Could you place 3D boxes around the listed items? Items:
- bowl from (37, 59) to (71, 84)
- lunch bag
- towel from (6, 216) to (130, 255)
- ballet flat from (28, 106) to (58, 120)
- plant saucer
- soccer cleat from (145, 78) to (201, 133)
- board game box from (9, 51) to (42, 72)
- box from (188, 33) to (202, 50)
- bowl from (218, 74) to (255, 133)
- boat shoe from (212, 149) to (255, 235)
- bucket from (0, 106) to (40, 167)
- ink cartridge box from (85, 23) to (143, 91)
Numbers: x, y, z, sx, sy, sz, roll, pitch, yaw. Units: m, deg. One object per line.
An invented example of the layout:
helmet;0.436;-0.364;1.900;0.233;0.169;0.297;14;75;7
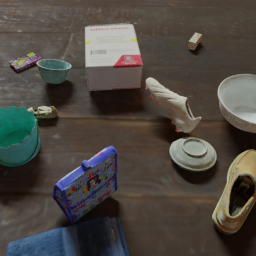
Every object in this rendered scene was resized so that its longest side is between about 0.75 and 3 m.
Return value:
bowl;-2.960;-2.218;11.164;1.324;0.692;1.324;10;28;-5
lunch bag;-1.054;1.290;7.036;1.584;2.104;0.990;-33;68;-26
towel;-1.453;3.144;6.743;2.895;0.702;1.616;-12;49;-10
ballet flat;-3.271;-0.563;10.057;1.441;0.471;0.508;-10;50;-8
plant saucer;2.084;0.707;8.909;1.490;0.374;1.490;0;41;0
soccer cleat;1.530;-0.918;9.635;2.412;0.936;0.836;55;27;16
board game box;-4.488;-2.931;12.276;1.223;0.198;0.734;-33;53;-25
box;3.113;-4.039;13.064;0.331;0.404;0.851;24;55;18
bowl;4.242;-0.680;9.736;2.463;1.107;2.463;0;49;-1
boat shoe;3.290;1.567;7.829;1.031;1.096;2.878;22;53;18
bucket;-3.673;0.293;8.880;1.784;1.161;1.784;0;50;0
ink cartridge box;-0.652;-2.992;11.608;2.135;1.227;2.941;-4;50;-4
